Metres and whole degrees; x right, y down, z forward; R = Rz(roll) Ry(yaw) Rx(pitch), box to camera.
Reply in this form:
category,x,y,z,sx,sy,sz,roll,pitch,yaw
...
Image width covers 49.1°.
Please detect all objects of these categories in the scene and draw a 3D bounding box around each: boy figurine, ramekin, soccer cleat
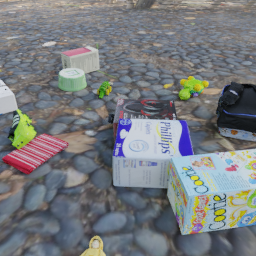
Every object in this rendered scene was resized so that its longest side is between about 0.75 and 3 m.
category,x,y,z,sx,sy,sz,roll,pitch,yaw
boy figurine,-0.758,2.790,5.992,0.682,0.353,1.097,-7,21,20
ramekin,-2.771,-2.430,13.882,1.403,0.685,1.403,2,35,-2
soccer cleat,-3.950,-0.024,10.153,0.973,0.810,2.400,-46,32,-4

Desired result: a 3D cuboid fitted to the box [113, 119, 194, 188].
category,x,y,z,sx,sy,sz,roll,pitch,yaw
box,0.747,0.716,8.598,2.254,1.183,2.073,2,33,3

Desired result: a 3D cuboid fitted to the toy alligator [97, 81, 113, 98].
category,x,y,z,sx,sy,sz,roll,pitch,yaw
toy alligator,-1.079,-2.021,13.499,0.546,0.500,1.841,7,33,11

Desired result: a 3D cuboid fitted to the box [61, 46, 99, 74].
category,x,y,z,sx,sy,sz,roll,pitch,yaw
box,-2.616,-3.691,15.473,1.828,1.169,0.996,-24,40,-33

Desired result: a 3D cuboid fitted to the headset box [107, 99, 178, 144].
category,x,y,z,sx,sy,sz,roll,pitch,yaw
headset box,0.508,-0.263,10.350,2.490,0.934,1.850,2,33,3

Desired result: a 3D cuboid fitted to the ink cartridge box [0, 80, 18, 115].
category,x,y,z,sx,sy,sz,roll,pitch,yaw
ink cartridge box,-5.800,-1.289,12.084,1.362,0.793,1.883,-22,39,-30

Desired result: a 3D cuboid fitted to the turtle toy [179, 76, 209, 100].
category,x,y,z,sx,sy,sz,roll,pitch,yaw
turtle toy,2.918,-1.795,12.910,1.494,0.755,1.089,-27,40,-34

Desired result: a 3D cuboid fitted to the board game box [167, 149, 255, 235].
category,x,y,z,sx,sy,sz,roll,pitch,yaw
board game box,2.506,1.559,7.100,2.672,1.376,1.401,-5,33,-7

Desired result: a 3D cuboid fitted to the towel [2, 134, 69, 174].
category,x,y,z,sx,sy,sz,roll,pitch,yaw
towel,-3.059,0.806,9.381,1.331,0.207,1.840,17,35,28

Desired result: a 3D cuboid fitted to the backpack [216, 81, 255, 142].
category,x,y,z,sx,sy,sz,roll,pitch,yaw
backpack,4.296,-0.674,10.232,2.306,1.777,2.197,14,46,8
